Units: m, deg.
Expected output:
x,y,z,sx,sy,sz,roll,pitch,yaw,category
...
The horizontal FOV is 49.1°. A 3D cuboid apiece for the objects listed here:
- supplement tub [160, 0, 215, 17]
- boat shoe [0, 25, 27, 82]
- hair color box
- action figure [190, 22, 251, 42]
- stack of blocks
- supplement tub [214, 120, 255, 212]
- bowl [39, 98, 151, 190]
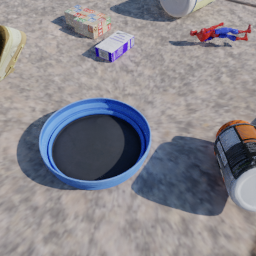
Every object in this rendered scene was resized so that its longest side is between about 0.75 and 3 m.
x,y,z,sx,sy,sz,roll,pitch,yaw,category
2.745,-5.932,11.766,2.562,1.857,1.857,-33,55,-27,supplement tub
-3.516,-1.784,7.776,0.791,2.384,0.882,-16,72,-51,boat shoe
-0.451,-2.920,9.971,0.746,0.443,1.366,27,55,24,hair color box
3.250,-3.403,10.012,2.043,0.668,0.528,-1,71,4,action figure
-1.689,-4.233,11.111,1.787,0.523,1.029,29,54,24,stack of blocks
2.527,0.678,5.942,1.200,1.200,1.958,4,29,4,supplement tub
-0.786,0.320,6.926,2.691,0.528,2.691,0,47,0,bowl
